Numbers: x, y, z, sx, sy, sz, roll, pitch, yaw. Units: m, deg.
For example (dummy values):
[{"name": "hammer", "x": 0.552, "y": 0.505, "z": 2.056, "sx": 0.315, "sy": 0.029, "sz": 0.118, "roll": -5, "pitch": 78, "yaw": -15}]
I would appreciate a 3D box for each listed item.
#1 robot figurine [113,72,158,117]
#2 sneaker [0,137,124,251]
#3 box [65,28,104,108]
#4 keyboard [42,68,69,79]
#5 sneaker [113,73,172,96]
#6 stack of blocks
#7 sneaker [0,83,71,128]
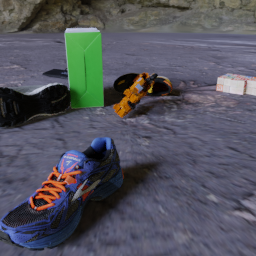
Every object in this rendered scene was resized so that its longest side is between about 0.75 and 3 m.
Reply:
[{"name": "robot figurine", "x": 0.259, "y": -1.054, "z": 8.144, "sx": 0.511, "sy": 1.273, "sz": 1.756, "roll": 40, "pitch": 38, "yaw": -3}, {"name": "sneaker", "x": -0.887, "y": 0.799, "z": 4.074, "sx": 0.883, "sy": 0.920, "sz": 2.345, "roll": 10, "pitch": 24, "yaw": 26}, {"name": "box", "x": -1.407, "y": -2.047, "z": 9.208, "sx": 1.106, "sy": 2.288, "sz": 2.019, "roll": -4, "pitch": 24, "yaw": -10}, {"name": "keyboard", "x": -2.749, "y": -2.554, "z": 13.184, "sx": 2.324, "sy": 0.239, "sz": 1.477, "roll": 13, "pitch": 32, "yaw": 28}, {"name": "sneaker", "x": 0.541, "y": -1.518, "z": 9.954, "sx": 2.122, "sy": 0.742, "sz": 0.955, "roll": 1, "pitch": 19, "yaw": -3}, {"name": "stack of blocks", "x": 4.348, "y": -1.596, "z": 10.445, "sx": 1.748, "sy": 0.512, "sz": 1.006, "roll": 18, "pitch": 28, "yaw": 35}, {"name": "sneaker", "x": -3.003, "y": -0.665, "z": 7.752, "sx": 1.117, "sy": 1.041, "sz": 2.816, "roll": 8, "pitch": 16, "yaw": 43}]
